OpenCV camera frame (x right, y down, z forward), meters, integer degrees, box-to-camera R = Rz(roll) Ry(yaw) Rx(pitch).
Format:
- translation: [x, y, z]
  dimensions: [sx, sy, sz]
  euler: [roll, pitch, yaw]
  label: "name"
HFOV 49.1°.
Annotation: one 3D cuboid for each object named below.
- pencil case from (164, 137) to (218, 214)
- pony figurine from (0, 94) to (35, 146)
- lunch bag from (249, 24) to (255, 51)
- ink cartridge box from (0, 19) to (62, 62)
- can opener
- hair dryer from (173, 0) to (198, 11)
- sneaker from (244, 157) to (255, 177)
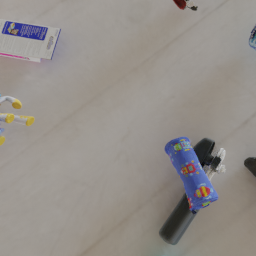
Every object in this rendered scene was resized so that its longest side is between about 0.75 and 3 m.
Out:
- translation: [1.359, 0.992, 6.112]
  dimensions: [0.632, 0.704, 1.620]
  euler: [-23, 59, 5]
  label: "pencil case"
- translation: [-3.471, -0.302, 6.393]
  dimensions: [1.936, 1.612, 1.869]
  euler: [21, 36, 14]
  label: "pony figurine"
- translation: [3.842, -2.273, 6.823]
  dimensions: [1.487, 0.613, 1.195]
  euler: [38, 110, 31]
  label: "lunch bag"
- translation: [-2.716, -2.276, 7.339]
  dimensions: [1.934, 0.359, 0.916]
  euler: [11, 78, 11]
  label: "ink cartridge box"
- translation: [1.504, 1.483, 6.595]
  dimensions: [0.860, 0.681, 2.587]
  euler: [26, 78, 31]
  label: "can opener"
- translation: [1.467, -3.402, 7.266]
  dimensions: [0.852, 0.649, 0.231]
  euler: [20, 44, 34]
  label: "hair dryer"
- translation: [3.527, 1.539, 6.413]
  dimensions: [2.184, 0.829, 0.991]
  euler: [42, 90, 17]
  label: "sneaker"
